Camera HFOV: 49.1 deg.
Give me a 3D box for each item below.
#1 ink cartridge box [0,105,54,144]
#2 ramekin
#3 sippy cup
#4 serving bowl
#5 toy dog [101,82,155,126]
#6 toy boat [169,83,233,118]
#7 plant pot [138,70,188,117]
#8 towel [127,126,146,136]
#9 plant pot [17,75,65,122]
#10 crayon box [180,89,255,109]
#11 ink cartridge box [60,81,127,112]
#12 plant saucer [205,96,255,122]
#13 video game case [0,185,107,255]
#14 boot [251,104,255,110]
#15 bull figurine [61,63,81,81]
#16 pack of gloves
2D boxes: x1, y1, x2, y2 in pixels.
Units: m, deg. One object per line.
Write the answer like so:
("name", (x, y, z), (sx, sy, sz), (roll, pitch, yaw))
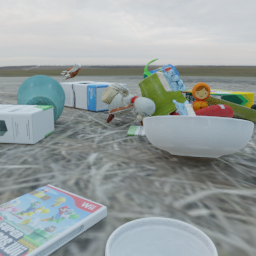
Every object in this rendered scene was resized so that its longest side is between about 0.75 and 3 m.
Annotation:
("ink cartridge box", (-3.645, -0.174, 8.705), (2.217, 0.932, 1.618), (2, 13, 7))
("ramekin", (0.313, 1.419, 2.770), (1.079, 0.566, 1.079), (0, 13, 0))
("sippy cup", (1.552, -2.147, 12.439), (1.278, 1.744, 1.369), (-29, 52, -5))
("serving bowl", (1.576, 0.248, 6.574), (2.503, 0.823, 2.503), (4, -4, 0))
("toy dog", (-0.161, -0.620, 9.994), (1.799, 1.314, 2.728), (24, 1, -9))
("toy boat", (2.563, -0.792, 9.869), (1.599, 1.602, 2.450), (-5, 14, -21))
("plant pot", (1.203, -1.287, 10.727), (1.631, 1.570, 1.631), (-31, 2, 1))
("towel", (0.634, 0.078, 9.290), (1.247, 0.191, 0.930), (1, 13, 6))
("plant pot", (-3.160, -0.880, 10.208), (1.788, 1.788, 1.435), (-3, 25, -14))
("crayon box", (4.406, -1.498, 14.447), (2.577, 0.871, 2.987), (-9, 16, -34))
("ink cartridge box", (-1.827, -1.729, 14.573), (2.999, 1.256, 2.176), (12, 18, 41))
("plant saucer", (4.008, -0.782, 11.115), (2.731, 0.424, 2.731), (17, 9, -3))
("video game case", (-1.439, 1.357, 3.894), (1.397, 0.171, 1.954), (9, 16, 35))
("boot", (6.176, -0.876, 12.689), (1.143, 0.455, 1.387), (5, 14, -29))
("bull figurine", (-2.277, -2.231, 11.220), (0.709, 0.380, 1.168), (-24, 0, -21))
("pack of gloves", (1.415, -0.877, 7.299), (0.358, 1.525, 1.816), (-29, 12, -1))
